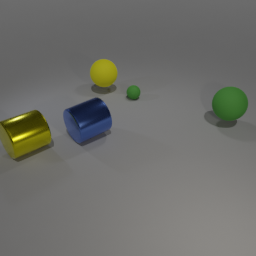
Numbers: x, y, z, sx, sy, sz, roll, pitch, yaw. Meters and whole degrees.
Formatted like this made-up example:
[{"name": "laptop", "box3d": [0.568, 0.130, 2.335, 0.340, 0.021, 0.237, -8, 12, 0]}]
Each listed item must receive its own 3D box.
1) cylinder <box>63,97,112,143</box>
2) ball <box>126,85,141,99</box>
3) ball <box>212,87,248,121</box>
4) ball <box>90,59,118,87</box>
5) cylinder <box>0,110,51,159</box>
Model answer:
[{"name": "cylinder", "box3d": [-1.562, -0.310, 10.828, 1.400, 1.400, 1.400, -26, 40, -28]}, {"name": "ball", "box3d": [0.274, -1.782, 13.962, 0.700, 0.700, 0.700, 0, 32, 0]}, {"name": "ball", "box3d": [4.171, -0.995, 11.488, 1.400, 1.400, 1.400, 0, 32, 0]}, {"name": "ball", "box3d": [-1.234, -2.793, 14.278, 1.400, 1.400, 1.400, 0, 32, 0]}, {"name": "cylinder", "box3d": [-3.721, 0.206, 10.081, 1.400, 1.400, 1.400, -26, 40, -35]}]
